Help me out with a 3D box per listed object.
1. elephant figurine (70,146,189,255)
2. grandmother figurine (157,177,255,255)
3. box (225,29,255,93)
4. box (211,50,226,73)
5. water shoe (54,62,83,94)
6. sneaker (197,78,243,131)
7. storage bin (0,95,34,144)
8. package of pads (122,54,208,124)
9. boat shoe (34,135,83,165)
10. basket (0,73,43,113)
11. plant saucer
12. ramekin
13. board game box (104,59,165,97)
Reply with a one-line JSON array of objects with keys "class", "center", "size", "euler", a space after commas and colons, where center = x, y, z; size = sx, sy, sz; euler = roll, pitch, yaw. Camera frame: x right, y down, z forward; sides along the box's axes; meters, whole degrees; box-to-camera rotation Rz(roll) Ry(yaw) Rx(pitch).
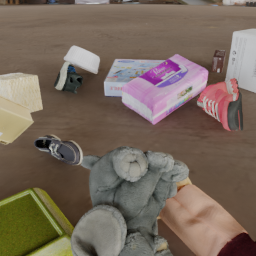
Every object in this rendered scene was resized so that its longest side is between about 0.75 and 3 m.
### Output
[{"class": "elephant figurine", "center": [0.005, 1.449, 3.896], "size": [1.552, 2.193, 1.701], "euler": [14, -18, -13]}, {"class": "grandmother figurine", "center": [1.536, 1.790, 4.067], "size": [1.761, 0.879, 2.903], "euler": [-37, 38, -9]}, {"class": "box", "center": [5.110, -2.568, 10.756], "size": [1.360, 2.070, 2.080], "euler": [-18, 33, -29]}, {"class": "box", "center": [4.317, -3.188, 13.321], "size": [0.543, 0.726, 1.449], "euler": [9, 29, 16]}, {"class": "water shoe", "center": [-2.304, -1.916, 11.148], "size": [0.971, 0.880, 2.461], "euler": [24, 22, -16]}, {"class": "sneaker", "center": [2.802, -0.661, 8.661], "size": [1.300, 1.105, 2.998], "euler": [-5, 22, 19]}, {"class": "storage bin", "center": [-3.082, -0.168, 6.839], "size": [1.056, 1.048, 0.495], "euler": [30, 24, -57]}, {"class": "package of pads", "center": [1.171, -1.293, 8.989], "size": [2.525, 0.955, 1.521], "euler": [-34, 53, -24]}, {"class": "boat shoe", "center": [-1.670, 0.528, 6.594], "size": [0.499, 0.578, 1.590], "euler": [-4, 16, -45]}, {"class": "basket", "center": [-3.247, -0.994, 8.186], "size": [0.923, 1.147, 1.137], "euler": [7, 20, 33]}, {"class": "plant saucer", "center": [-1.903, 1.777, 4.475], "size": [2.027, 0.485, 2.024], "euler": [-20, 35, -33]}, {"class": "ramekin", "center": [-1.948, -2.999, 12.230], "size": [1.560, 0.727, 1.560], "euler": [23, 6, -2]}, {"class": "board game box", "center": [0.733, -2.064, 11.322], "size": [2.956, 0.608, 2.949], "euler": [3, 30, 5]}]
